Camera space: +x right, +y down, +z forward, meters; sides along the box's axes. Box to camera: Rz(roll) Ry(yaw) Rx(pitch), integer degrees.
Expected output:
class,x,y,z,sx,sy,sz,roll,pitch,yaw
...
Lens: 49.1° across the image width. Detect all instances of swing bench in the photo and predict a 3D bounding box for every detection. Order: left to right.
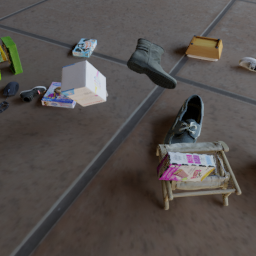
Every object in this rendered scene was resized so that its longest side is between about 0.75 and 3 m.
class,x,y,z,sx,sy,sz,roll,pitch,yaw
swing bench,1.830,1.163,7.774,1.843,1.202,1.853,-4,60,-2

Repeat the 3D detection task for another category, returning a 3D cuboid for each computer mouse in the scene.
class,x,y,z,sx,sy,sz,roll,pitch,yaw
computer mouse,-4.875,-1.286,11.205,0.570,0.331,1.944,3,45,1

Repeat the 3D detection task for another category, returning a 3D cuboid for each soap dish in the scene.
class,x,y,z,sx,sy,sz,roll,pitch,yaw
soap dish,3.753,-3.933,13.686,1.636,0.664,1.287,14,46,15

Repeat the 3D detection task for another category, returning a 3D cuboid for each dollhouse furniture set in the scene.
class,x,y,z,sx,sy,sz,roll,pitch,yaw
dollhouse furniture set,-6.247,-3.470,12.650,1.872,1.434,2.857,-25,49,-23

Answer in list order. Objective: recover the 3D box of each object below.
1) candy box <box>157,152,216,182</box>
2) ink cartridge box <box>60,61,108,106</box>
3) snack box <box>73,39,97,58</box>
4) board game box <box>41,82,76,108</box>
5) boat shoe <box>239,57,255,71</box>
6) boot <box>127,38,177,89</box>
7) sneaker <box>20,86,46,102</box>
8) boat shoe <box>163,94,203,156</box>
class,x,y,z,sx,sy,sz,roll,pitch,yaw
candy box,1.351,0.934,6.592,1.150,0.784,0.351,5,52,-15
ink cartridge box,-1.382,-1.387,9.223,0.938,1.460,0.914,-9,71,22
snack box,-2.157,-4.041,14.087,0.818,0.261,1.408,8,45,8
board game box,-2.642,-1.350,11.312,1.272,0.262,1.269,6,44,6
boat shoe,5.704,-2.800,12.719,1.340,0.483,0.459,23,47,9
boot,1.037,-2.336,9.900,1.981,0.671,1.294,29,68,-5
sneaker,-3.783,-1.318,11.232,1.055,0.373,0.523,-18,49,-11
boat shoe,1.917,-0.014,9.440,1.079,0.916,2.964,18,49,14
